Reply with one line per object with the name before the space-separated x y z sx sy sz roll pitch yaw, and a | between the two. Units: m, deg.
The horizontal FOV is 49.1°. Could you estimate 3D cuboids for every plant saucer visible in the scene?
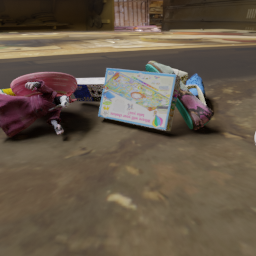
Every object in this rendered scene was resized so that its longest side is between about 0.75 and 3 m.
plant saucer | -2.575 -1.167 8.780 2.014 0.510 2.014 -9 -8 -1

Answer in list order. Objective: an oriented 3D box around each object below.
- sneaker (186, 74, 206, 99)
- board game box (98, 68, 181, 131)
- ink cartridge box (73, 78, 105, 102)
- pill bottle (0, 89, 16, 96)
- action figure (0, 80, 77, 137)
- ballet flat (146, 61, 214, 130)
sneaker | 2.407 -1.492 10.263 0.731 0.869 2.218 -13 11 17
board game box | 0.276 -0.886 8.304 2.319 1.559 0.397 13 3 29
ink cartridge box | -1.166 -1.330 9.821 1.709 0.803 0.378 5 47 27
pill bottle | -3.816 -1.046 9.492 1.085 0.612 0.612 -14 27 -37
action figure | -2.564 -0.524 7.948 2.272 1.522 1.692 -16 11 -12
ballet flat | 1.605 -1.148 8.521 0.963 0.936 2.707 -29 64 -9
